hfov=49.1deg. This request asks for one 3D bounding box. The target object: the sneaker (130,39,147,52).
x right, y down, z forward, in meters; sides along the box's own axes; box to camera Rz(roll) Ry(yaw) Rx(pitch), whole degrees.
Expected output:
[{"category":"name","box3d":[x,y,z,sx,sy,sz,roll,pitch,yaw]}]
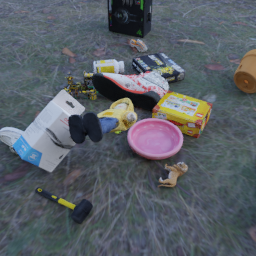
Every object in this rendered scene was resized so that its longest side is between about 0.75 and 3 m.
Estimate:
[{"category":"sneaker","box3d":[0.644,-4.383,14.710,0.491,0.498,1.271,-20,44,-28]}]

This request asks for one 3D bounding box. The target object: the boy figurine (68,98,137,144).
[{"category":"boy figurine","box3d":[-0.442,-0.271,7.801,1.638,0.849,2.635,-6,12,28]}]

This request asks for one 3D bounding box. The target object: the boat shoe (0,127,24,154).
[{"category":"boat shoe","box3d":[-3.482,0.553,9.058,1.912,0.688,0.628,21,40,10]}]

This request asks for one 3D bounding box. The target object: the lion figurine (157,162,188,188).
[{"category":"lion figurine","box3d":[1.329,1.434,8.315,0.654,0.387,1.069,22,60,12]}]

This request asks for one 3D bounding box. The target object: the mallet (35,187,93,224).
[{"category":"mallet","box3d":[-1.861,2.070,7.618,1.810,0.372,0.596,11,46,19]}]

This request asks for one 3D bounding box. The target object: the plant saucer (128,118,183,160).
[{"category":"plant saucer","box3d":[0.893,0.411,9.330,1.821,0.462,1.821,0,43,0]}]

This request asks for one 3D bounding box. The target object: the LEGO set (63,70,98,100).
[{"category":"LEGO set","box3d":[-1.957,-1.826,11.478,1.621,0.939,1.246,6,42,7]}]

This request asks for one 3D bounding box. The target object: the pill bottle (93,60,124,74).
[{"category":"pill bottle","box3d":[-0.863,-2.679,12.587,1.322,0.741,0.741,-6,42,-6]}]

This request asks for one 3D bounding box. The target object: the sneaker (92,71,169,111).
[{"category":"sneaker","box3d":[0.152,-1.763,11.392,3.002,1.002,1.609,21,45,17]}]

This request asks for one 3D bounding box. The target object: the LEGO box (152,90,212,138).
[{"category":"LEGO box","box3d":[1.979,-0.543,10.219,1.789,0.690,1.333,21,46,22]}]

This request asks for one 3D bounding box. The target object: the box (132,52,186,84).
[{"category":"box","box3d":[1.361,-2.701,12.791,1.665,0.507,2.065,-15,43,-20]}]

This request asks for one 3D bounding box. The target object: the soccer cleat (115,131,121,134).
[{"category":"soccer cleat","box3d":[-0.366,-0.127,10.130,0.400,0.309,0.956,-16,39,28]}]

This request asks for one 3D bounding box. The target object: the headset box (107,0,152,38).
[{"category":"headset box","box3d":[0.190,-6.469,15.805,2.453,2.135,1.138,18,45,18]}]

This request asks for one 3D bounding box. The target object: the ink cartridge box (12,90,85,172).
[{"category":"ink cartridge box","box3d":[-2.037,0.104,7.976,2.094,1.215,0.710,-50,53,-3]}]

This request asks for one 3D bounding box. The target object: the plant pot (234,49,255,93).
[{"category":"plant pot","box3d":[5.192,-2.220,11.555,1.160,1.657,1.657,-42,55,-18]}]
